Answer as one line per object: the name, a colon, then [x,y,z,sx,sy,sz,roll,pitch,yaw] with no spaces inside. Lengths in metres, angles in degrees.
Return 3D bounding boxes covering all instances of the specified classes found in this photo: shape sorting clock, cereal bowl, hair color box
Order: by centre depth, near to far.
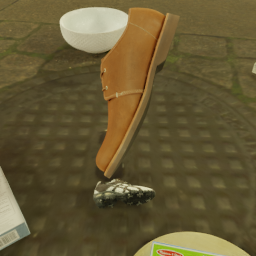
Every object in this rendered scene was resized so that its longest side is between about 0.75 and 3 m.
shape sorting clock: [1.200,2.939,4.621,2.761,0.542,2.761,-1,37,1]
hair color box: [-2.877,1.705,6.031,0.873,0.535,1.763,-24,48,-25]
cereal bowl: [-1.368,-4.097,12.041,2.968,1.236,2.968,0,42,0]

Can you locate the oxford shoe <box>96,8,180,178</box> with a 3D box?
oxford shoe: [-0.065,-0.621,4.614,1.019,1.020,2.860,18,81,0]

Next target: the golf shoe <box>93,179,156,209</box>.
golf shoe: [-0.082,1.401,6.378,1.403,0.546,0.663,-2,42,-4]

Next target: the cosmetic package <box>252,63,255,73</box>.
cosmetic package: [5.117,-2.166,10.501,0.274,0.406,0.772,-31,52,-30]
